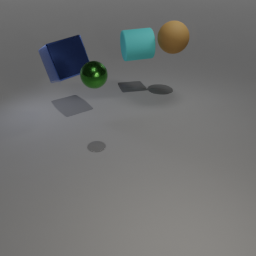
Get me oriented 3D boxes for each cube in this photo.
[{"bbox_3d":[-2.487,-2.685,11.034,1.400,1.400,1.400,-26,17,-24],"label":"cube"}]

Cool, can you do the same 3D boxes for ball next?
[{"bbox_3d":[2.008,-4.008,12.406,1.400,1.400,1.400,0,29,0],"label":"ball"},{"bbox_3d":[-0.866,-1.352,7.128,0.700,0.700,0.700,0,29,0],"label":"ball"}]

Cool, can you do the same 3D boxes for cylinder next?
[{"bbox_3d":[0.439,-3.934,13.214,1.400,1.400,1.400,-9,30,-9],"label":"cylinder"}]
